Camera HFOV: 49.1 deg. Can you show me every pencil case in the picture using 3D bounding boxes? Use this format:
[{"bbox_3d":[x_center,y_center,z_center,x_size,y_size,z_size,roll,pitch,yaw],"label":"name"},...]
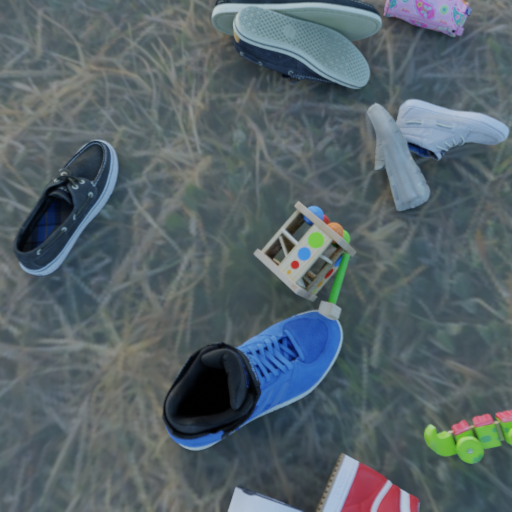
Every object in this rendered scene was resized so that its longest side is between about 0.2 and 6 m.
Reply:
[{"bbox_3d":[3.556,-5.128,11.696,1.697,0.742,0.742,21,70,6],"label":"pencil case"}]

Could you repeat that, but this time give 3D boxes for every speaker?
[{"bbox_3d":[-0.219,4.638,7.593,1.071,1.071,2.639,17,69,7],"label":"speaker"}]

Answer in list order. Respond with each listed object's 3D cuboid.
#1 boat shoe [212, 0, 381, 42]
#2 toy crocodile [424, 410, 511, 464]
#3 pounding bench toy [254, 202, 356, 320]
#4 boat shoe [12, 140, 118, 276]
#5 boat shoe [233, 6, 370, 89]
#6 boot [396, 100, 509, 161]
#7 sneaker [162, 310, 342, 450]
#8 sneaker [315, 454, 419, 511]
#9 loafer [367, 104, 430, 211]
[{"bbox_3d":[0.844,-5.137,11.413,3.414,1.276,1.132,4,80,12],"label":"boat shoe"},{"bbox_3d":[3.518,2.640,8.419,1.915,0.647,0.591,-16,89,10],"label":"toy crocodile"},{"bbox_3d":[1.067,0.088,9.114,1.619,1.006,1.263,43,96,24],"label":"pounding bench toy"},{"bbox_3d":[-3.350,-0.984,9.984,0.974,0.803,2.838,20,70,8],"label":"boat shoe"},{"bbox_3d":[0.882,-4.024,11.184,2.899,0.902,1.081,17,69,-10],"label":"boat shoe"},{"bbox_3d":[3.625,-2.211,10.613,2.048,0.753,0.979,17,78,12],"label":"boot"},{"bbox_3d":[0.041,1.717,8.374,3.200,1.780,1.228,-29,70,-11],"label":"sneaker"},{"bbox_3d":[1.353,4.391,7.735,1.575,0.998,2.801,23,68,12],"label":"sneaker"},{"bbox_3d":[2.452,-1.797,10.231,0.707,0.708,2.026,-26,80,28],"label":"loafer"}]
